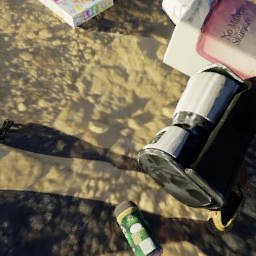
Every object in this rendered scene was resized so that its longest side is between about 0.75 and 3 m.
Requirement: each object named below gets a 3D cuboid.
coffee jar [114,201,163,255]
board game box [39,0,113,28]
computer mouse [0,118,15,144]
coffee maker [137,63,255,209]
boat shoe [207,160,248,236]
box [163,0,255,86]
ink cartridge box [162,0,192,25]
[{"bbox_3d":[0.202,2.210,6.027,0.545,0.666,1.278,-32,54,-4],"label":"coffee jar"},{"bbox_3d":[-2.189,-5.060,10.520,1.891,0.481,2.812,-40,68,-20],"label":"board game box"},{"bbox_3d":[-4.000,0.161,7.334,1.802,0.415,1.265,0,27,-10],"label":"computer mouse"},{"bbox_3d":[2.079,0.366,6.545,2.806,1.968,2.921,29,65,15],"label":"coffee maker"},{"bbox_3d":[2.481,1.525,6.596,0.730,0.690,2.030,19,62,11],"label":"boat shoe"},{"bbox_3d":[2.811,-2.237,7.649,2.987,1.627,1.910,29,65,6],"label":"box"},{"bbox_3d":[2.367,-4.151,9.770,1.499,0.878,2.074,-24,64,-14],"label":"ink cartridge box"}]
